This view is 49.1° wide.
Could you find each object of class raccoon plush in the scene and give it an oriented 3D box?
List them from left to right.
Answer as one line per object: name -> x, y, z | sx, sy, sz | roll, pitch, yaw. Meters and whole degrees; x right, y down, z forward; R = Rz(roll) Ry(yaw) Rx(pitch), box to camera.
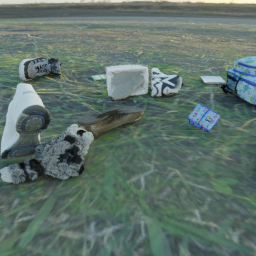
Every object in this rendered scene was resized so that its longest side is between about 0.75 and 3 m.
raccoon plush -> -1.855, 0.490, 6.744 | 2.125, 1.028, 1.424 | -4, 19, -7

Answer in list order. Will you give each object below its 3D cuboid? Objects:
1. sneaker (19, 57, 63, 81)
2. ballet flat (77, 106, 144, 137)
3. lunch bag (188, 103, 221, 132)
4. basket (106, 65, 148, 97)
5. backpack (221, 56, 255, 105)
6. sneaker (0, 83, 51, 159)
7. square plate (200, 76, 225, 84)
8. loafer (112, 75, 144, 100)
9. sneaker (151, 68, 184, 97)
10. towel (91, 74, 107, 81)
sneaker -> -4.069, -2.899, 13.466 | 1.441, 0.955, 2.531 | 3, 24, 11
ballet flat -> -0.468, -0.210, 8.647 | 0.861, 0.593, 2.557 | 15, 24, 41
lunch bag -> 2.338, -0.263, 8.495 | 0.829, 0.390, 0.624 | 33, 77, 31
basket -> -0.091, -2.000, 11.512 | 1.656, 1.122, 1.021 | -6, 25, -11
backpack -> 4.985, -1.802, 10.583 | 1.984, 1.593, 2.168 | -10, 32, -11
sneaker -> -2.400, -0.055, 6.414 | 0.861, 2.311, 1.006 | -1, 56, -39
square plate -> 3.939, -2.229, 13.070 | 0.957, 0.136, 0.948 | 0, 27, 1
loafer -> 0.005, -1.510, 11.089 | 1.586, 0.499, 0.570 | -39, 73, -25
sneaker -> 1.635, -1.935, 11.736 | 1.309, 0.803, 2.012 | 2, 27, 2
towel -> -1.264, -2.449, 13.559 | 0.913, 0.107, 0.696 | -10, 28, -17
